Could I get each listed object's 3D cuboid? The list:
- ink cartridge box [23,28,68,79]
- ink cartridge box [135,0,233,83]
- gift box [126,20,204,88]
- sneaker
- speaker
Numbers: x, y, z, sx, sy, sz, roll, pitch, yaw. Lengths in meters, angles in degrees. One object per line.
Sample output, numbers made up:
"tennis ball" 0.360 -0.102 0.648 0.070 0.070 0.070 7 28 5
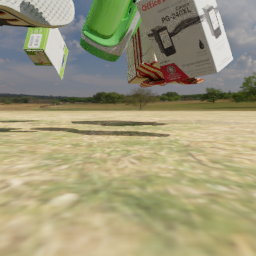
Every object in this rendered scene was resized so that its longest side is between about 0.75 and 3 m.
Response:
"ink cartridge box" -3.108 -3.041 10.923 0.786 1.534 2.076 3 -21 8
"ink cartridge box" 1.086 -1.923 5.500 1.298 1.787 0.745 -3 28 49
"gift box" 1.314 -2.766 9.310 2.640 2.672 2.861 -5 -4 -16
"sneaker" -2.621 -2.728 5.862 2.936 1.152 1.166 -2 2 -43
"speaker" -0.148 -2.854 6.182 1.152 2.606 1.152 23 24 -11
